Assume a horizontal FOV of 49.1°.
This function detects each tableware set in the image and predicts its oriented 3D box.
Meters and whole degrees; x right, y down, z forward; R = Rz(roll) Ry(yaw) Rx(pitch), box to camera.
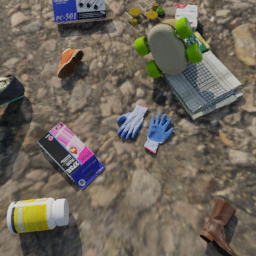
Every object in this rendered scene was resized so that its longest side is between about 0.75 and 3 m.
[{"bbox_3d":[0.735,-4.816,11.812,1.553,0.238,1.046,-36,73,-17],"label":"tableware set"}]

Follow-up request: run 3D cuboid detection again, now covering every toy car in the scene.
[{"bbox_3d":[1.643,-3.211,10.296,1.916,1.841,2.333,-15,30,31],"label":"toy car"}]

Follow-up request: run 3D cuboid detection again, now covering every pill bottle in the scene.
[{"bbox_3d":[-2.527,2.476,8.003,1.542,0.881,0.881,-6,65,-2],"label":"pill bottle"}]

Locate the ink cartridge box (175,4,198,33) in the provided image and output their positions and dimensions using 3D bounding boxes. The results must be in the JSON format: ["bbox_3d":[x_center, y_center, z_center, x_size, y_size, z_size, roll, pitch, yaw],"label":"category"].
[{"bbox_3d":[2.368,-4.438,11.461,0.846,0.491,1.173,7,65,3],"label":"ink cartridge box"}]

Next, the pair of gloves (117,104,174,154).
[{"bbox_3d":[0.559,-0.055,9.565,1.871,0.213,1.504,27,67,11],"label":"pair of gloves"}]

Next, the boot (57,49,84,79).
[{"bbox_3d":[-2.342,-2.457,10.595,0.737,0.516,1.374,24,69,27],"label":"boot"}]

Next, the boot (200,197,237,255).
[{"bbox_3d":[2.877,2.872,8.094,1.315,0.453,1.411,40,59,0],"label":"boot"}]

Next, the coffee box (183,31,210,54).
[{"bbox_3d":[2.250,-3.090,10.906,1.587,0.349,0.976,-23,67,-10],"label":"coffee box"}]

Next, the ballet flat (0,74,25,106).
[{"bbox_3d":[-4.694,-0.918,9.013,1.092,1.092,2.989,33,48,14],"label":"ballet flat"}]

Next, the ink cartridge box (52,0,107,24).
[{"bbox_3d":[-1.967,-4.868,11.440,2.109,0.466,0.991,-7,99,-3],"label":"ink cartridge box"}]

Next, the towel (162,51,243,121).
[{"bbox_3d":[2.737,-1.621,10.192,2.240,0.402,2.326,-26,68,-12],"label":"towel"}]

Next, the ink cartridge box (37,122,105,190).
[{"bbox_3d":[-1.839,0.855,9.063,2.172,0.403,1.029,42,72,15],"label":"ink cartridge box"}]
